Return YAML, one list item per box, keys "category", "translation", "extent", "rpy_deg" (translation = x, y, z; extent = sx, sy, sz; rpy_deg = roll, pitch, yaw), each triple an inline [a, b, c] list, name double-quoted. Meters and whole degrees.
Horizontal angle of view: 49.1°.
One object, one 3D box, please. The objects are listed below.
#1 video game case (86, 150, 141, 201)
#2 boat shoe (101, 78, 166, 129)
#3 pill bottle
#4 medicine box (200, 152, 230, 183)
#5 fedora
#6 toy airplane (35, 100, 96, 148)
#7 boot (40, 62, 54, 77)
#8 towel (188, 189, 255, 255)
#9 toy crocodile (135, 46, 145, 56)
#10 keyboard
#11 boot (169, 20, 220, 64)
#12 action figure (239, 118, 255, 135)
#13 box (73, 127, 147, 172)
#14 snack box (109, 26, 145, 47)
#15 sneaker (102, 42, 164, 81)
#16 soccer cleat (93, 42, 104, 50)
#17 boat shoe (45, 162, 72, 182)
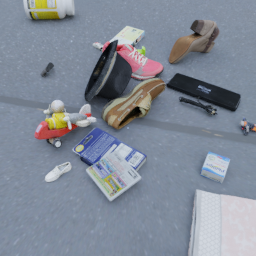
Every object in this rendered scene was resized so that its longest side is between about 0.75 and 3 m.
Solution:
- category: "video game case"
  translation: [-0.454, 1.434, 8.667]
  extent: [1.194, 0.145, 1.311]
  rpy_deg: [-32, 58, -22]
- category: "boat shoe"
  translation: [0.365, -0.841, 10.610]
  extent: [2.813, 1.064, 1.039]
  rpy_deg: [-34, 62, -16]
- category: "pill bottle"
  translation: [-4.284, -6.753, 15.413]
  extent: [2.519, 1.416, 1.416]
  rpy_deg: [-2, 49, -2]
- category: "medicine box"
  translation: [2.822, 1.271, 9.083]
  extent: [0.720, 0.407, 0.791]
  rpy_deg: [20, 52, 17]
- category: "fedora"
  translation: [-0.641, -2.075, 11.147]
  extent: [1.279, 2.800, 2.800]
  rpy_deg: [26, 47, -18]
- category: "toy airplane"
  translation: [-2.134, -0.380, 9.773]
  extent: [1.986, 1.401, 1.977]
  rpy_deg: [-13, 26, 15]
- category: "boot"
  translation: [-3.625, -2.615, 12.476]
  extent: [0.505, 0.268, 0.767]
  rpy_deg: [-32, 21, 29]
- category: "towel"
  translation: [2.935, 3.012, 7.569]
  extent: [2.469, 0.417, 2.585]
  rpy_deg: [10, 51, 8]
- category: "toy crocodile"
  translation: [-0.195, -3.598, 13.172]
  extent: [2.085, 0.644, 0.704]
  rpy_deg: [12, 50, 11]
- category: "keyboard"
  translation: [2.968, -1.326, 11.432]
  extent: [2.984, 0.307, 1.896]
  rpy_deg: [24, 47, 21]
- category: "boot"
  translation: [3.193, -3.860, 13.042]
  extent: [1.798, 2.459, 0.864]
  rpy_deg: [8, 40, -43]
- category: "action figure"
  translation: [4.516, -0.148, 10.312]
  extent: [0.847, 0.458, 0.875]
  rpy_deg: [10, 49, -3]
- category: "box"
  translation: [-0.629, 0.914, 9.415]
  extent: [2.187, 0.354, 1.325]
  rpy_deg: [30, 56, 21]
- category: "snack box"
  translation: [-0.043, -4.496, 14.150]
  extent: [1.066, 0.340, 1.835]
  rpy_deg: [24, 53, 19]
- category: "sneaker"
  translation: [0.131, -2.987, 12.223]
  extent: [2.926, 1.269, 1.079]
  rpy_deg: [15, 51, 12]
- category: "soccer cleat"
  translation: [-1.397, -3.993, 13.774]
  extent: [0.791, 0.271, 0.337]
  rpy_deg: [17, 47, 8]
- category: "boat shoe"
  translation: [-2.274, 1.379, 9.042]
  extent: [0.933, 0.323, 0.330]
  rpy_deg: [-33, 58, -25]
